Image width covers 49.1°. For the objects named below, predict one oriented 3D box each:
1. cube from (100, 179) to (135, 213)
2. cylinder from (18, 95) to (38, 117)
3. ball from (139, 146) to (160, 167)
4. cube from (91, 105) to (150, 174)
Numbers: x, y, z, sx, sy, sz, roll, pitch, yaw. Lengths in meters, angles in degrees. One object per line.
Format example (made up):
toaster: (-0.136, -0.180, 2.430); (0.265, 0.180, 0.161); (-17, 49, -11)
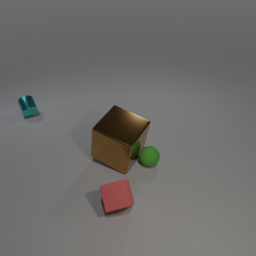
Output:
cube: (-0.279, 1.824, 7.562); (0.700, 0.700, 0.700); (-16, -14, 5)
cylinder: (-4.418, -0.965, 12.370); (0.700, 0.700, 0.700); (-18, 66, -27)
ball: (0.724, 0.950, 9.448); (0.700, 0.700, 0.700); (0, 31, 0)
cube: (-0.267, 0.370, 9.308); (1.400, 1.400, 1.400); (26, 47, 15)
